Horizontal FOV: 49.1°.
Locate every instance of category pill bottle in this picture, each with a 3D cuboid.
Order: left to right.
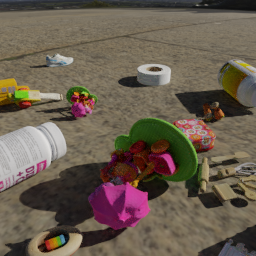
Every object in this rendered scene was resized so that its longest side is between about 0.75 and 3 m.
[{"bbox_3d":[-3.200,0.802,8.233,1.433,1.433,2.527,25,38,37],"label":"pill bottle"},{"bbox_3d":[5.489,-2.041,13.053,1.605,1.605,2.938,-5,30,-8],"label":"pill bottle"}]

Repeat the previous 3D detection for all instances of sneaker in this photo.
[{"bbox_3d":[-4.420,-4.436,18.177,1.752,0.708,0.670,-13,31,-24],"label":"sneaker"}]

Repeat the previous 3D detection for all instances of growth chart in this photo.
[{"bbox_3d":[2.525,2.970,5.750,1.064,0.130,1.470,-23,37,-36],"label":"growth chart"}]

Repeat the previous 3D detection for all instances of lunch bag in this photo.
[{"bbox_3d":[2.229,0.237,10.034,1.352,0.629,1.535,-6,30,-11],"label":"lunch bag"}]

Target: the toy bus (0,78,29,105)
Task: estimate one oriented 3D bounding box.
[{"bbox_3d":[-5.893,-1.592,12.838,2.633,1.031,0.857,-15,33,-25],"label":"toy bus"}]

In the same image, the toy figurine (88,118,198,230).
[{"bbox_3d":[-0.062,1.329,7.265,2.870,2.154,2.641,-2,31,44],"label":"toy figurine"}]

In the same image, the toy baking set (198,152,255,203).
[{"bbox_3d":[3.052,1.423,8.374,1.893,0.287,2.467,8,31,8],"label":"toy baking set"}]

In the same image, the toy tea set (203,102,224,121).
[{"bbox_3d":[3.628,-0.661,11.973,0.776,0.483,1.305,-23,27,20],"label":"toy tea set"}]

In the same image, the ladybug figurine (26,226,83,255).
[{"bbox_3d":[-1.570,2.581,6.109,1.230,0.442,0.835,-12,32,-19],"label":"ladybug figurine"}]

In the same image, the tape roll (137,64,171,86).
[{"bbox_3d":[1.450,-3.001,15.697,1.878,0.657,1.878,0,29,0],"label":"tape roll"}]

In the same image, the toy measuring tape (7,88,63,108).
[{"bbox_3d":[-4.297,-1.360,12.872,2.478,0.912,0.912,-2,25,-38],"label":"toy measuring tape"}]

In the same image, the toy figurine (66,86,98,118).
[{"bbox_3d":[-1.954,-0.948,12.125,1.440,1.081,1.325,15,38,-25],"label":"toy figurine"}]
